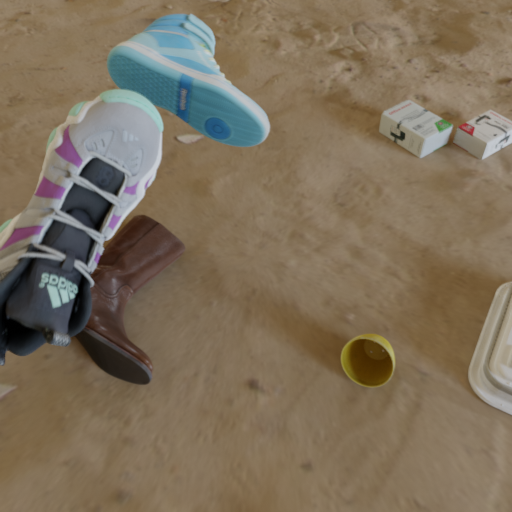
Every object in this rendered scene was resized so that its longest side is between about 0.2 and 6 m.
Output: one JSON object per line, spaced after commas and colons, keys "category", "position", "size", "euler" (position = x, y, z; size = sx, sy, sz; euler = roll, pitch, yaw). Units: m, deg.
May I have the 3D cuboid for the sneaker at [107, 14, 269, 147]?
{"category": "sneaker", "position": [-0.742, -2.803, 8.496], "size": [2.560, 1.018, 1.671], "euler": [29, 54, -2]}

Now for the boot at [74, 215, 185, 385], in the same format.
{"category": "boot", "position": [-1.958, 0.543, 9.598], "size": [2.673, 0.921, 2.868], "euler": [29, 49, 21]}

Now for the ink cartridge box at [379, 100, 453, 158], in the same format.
{"category": "ink cartridge box", "position": [3.644, -2.942, 12.898], "size": [0.972, 0.551, 1.326], "euler": [-29, 54, -24]}

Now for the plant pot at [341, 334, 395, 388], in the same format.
{"category": "plant pot", "position": [1.809, 1.545, 8.756], "size": [0.826, 0.826, 0.587], "euler": [23, 26, 20]}

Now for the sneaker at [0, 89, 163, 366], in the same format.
{"category": "sneaker", "position": [-2.188, -0.056, 6.636], "size": [1.392, 3.581, 2.505], "euler": [24, 31, -30]}

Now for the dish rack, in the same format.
{"category": "dish rack", "position": [5.218, 1.612, 8.702], "size": [3.199, 0.696, 2.745], "euler": [24, 51, 19]}

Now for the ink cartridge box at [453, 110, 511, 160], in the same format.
{"category": "ink cartridge box", "position": [5.250, -2.785, 12.799], "size": [1.162, 0.481, 0.853], "euler": [-29, 53, -23]}
